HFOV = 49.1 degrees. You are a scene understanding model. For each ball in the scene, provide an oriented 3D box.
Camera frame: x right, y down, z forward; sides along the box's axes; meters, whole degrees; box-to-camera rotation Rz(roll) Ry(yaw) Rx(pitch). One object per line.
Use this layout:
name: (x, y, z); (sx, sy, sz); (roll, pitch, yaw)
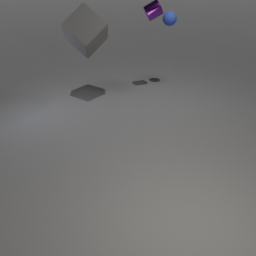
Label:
ball: (2.040, -5.355, 13.687); (0.700, 0.700, 0.700); (0, 29, 0)

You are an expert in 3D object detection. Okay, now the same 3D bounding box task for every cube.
cube: (-1.833, -4.178, 12.161); (1.400, 1.400, 1.400); (41, 81, 1)

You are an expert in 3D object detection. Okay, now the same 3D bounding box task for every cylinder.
cylinder: (1.154, -5.389, 12.828); (0.700, 0.700, 0.700); (-27, 28, 9)
